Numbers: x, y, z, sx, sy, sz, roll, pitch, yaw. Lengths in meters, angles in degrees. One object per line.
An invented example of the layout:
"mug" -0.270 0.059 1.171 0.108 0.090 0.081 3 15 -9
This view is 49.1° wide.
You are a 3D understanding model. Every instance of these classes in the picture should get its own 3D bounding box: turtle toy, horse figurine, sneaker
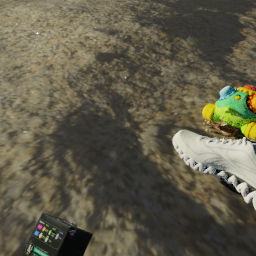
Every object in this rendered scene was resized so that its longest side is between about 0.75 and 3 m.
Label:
"turtle toy" 3.249 -0.506 7.456 2.345 1.185 1.709 0 23 -43
"horse figurine" 2.602 -0.009 7.695 0.950 0.358 1.434 14 11 8
"sneaker" 2.312 0.639 6.219 1.095 1.181 2.914 -19 39 -42

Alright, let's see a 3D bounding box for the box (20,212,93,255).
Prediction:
"box" -1.150 1.960 4.359 0.628 0.750 1.010 14 68 29
